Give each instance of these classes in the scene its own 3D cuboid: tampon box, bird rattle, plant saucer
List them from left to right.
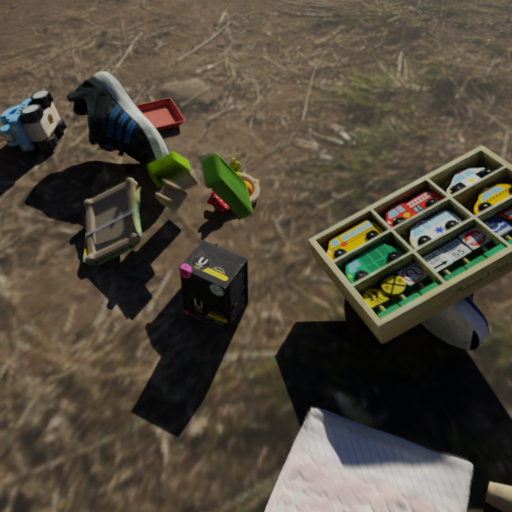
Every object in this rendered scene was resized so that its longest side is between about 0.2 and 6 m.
[{"bbox_3d":[-2.557,-3.511,14.202,1.209,0.222,1.207,-17,49,-17],"label":"plant saucer"},{"bbox_3d":[-0.709,0.529,9.653,0.914,1.220,0.770,22,50,20],"label":"tampon box"},{"bbox_3d":[-0.426,-1.445,11.983,1.034,0.714,1.268,17,50,-7],"label":"bird rattle"}]

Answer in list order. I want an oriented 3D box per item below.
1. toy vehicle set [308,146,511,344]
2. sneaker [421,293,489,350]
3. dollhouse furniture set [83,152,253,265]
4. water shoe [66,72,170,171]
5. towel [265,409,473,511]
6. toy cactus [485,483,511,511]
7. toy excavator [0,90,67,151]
[{"bbox_3d":[3.008,-0.321,9.345,3.697,0.490,2.297,-29,44,-6],"label":"toy vehicle set"},{"bbox_3d":[3.487,0.128,10.019,2.144,1.179,2.928,-30,47,-18],"label":"sneaker"},{"bbox_3d":[-1.834,-0.856,11.166,3.261,1.259,1.630,-24,56,16],"label":"dollhouse furniture set"},{"bbox_3d":[-3.022,-2.658,12.612,1.320,1.196,3.346,-34,68,-11],"label":"water shoe"},{"bbox_3d":[1.478,3.440,7.454,2.535,0.409,2.422,16,49,16],"label":"towel"},{"bbox_3d":[3.779,3.377,7.337,1.425,0.883,1.727,14,56,25],"label":"toy cactus"},{"bbox_3d":[-5.822,-2.910,13.251,2.041,1.020,1.985,-6,43,12],"label":"toy excavator"}]
